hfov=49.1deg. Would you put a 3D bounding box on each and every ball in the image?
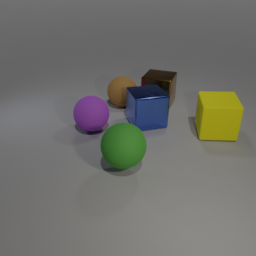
[{"bbox_3d":[-0.265,-1.697,13.037,1.400,1.400,1.400,0,29,0],"label":"ball"},{"bbox_3d":[-0.136,0.536,8.511,1.400,1.400,1.400,0,29,0],"label":"ball"},{"bbox_3d":[-1.432,-0.563,10.952,1.400,1.400,1.400,0,29,0],"label":"ball"}]

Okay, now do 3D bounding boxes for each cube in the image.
[{"bbox_3d":[0.768,-0.849,11.494,1.400,1.400,1.400,-7,30,-14],"label":"cube"},{"bbox_3d":[1.471,-1.877,13.356,1.400,1.400,1.400,10,31,17],"label":"cube"},{"bbox_3d":[3.403,-0.475,10.671,1.400,1.400,1.400,1,32,5],"label":"cube"}]
